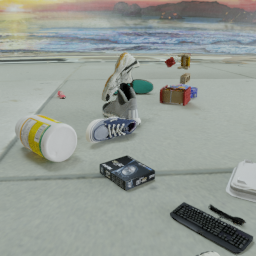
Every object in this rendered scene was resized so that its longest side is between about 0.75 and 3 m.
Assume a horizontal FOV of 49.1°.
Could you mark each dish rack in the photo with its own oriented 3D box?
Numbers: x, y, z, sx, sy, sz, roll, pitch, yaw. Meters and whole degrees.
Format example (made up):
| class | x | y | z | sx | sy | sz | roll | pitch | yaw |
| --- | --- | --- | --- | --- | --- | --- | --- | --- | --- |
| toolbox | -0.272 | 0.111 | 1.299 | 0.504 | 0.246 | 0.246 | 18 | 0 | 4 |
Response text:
| class | x | y | z | sx | sy | sz | roll | pitch | yaw |
| --- | --- | --- | --- | --- | --- | --- | --- | --- | --- |
| dish rack | 3.131 | 1.206 | 6.530 | 1.406 | 0.357 | 1.638 | 11 | 23 | 27 |

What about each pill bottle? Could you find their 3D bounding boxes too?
| class | x | y | z | sx | sy | sz | roll | pitch | yaw |
| --- | --- | --- | --- | --- | --- | --- | --- | --- | --- |
| pill bottle | -2.499 | 0.219 | 8.249 | 1.966 | 1.109 | 1.109 | 17 | 25 | 40 |

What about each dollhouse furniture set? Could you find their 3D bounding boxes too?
| class | x | y | z | sx | sy | sz | roll | pitch | yaw |
| --- | --- | --- | --- | --- | --- | --- | --- | --- | --- |
| dollhouse furniture set | 2.408 | -2.454 | 13.916 | 1.370 | 2.546 | 1.036 | 11 | 26 | 25 |

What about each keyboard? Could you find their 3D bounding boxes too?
| class | x | y | z | sx | sy | sz | roll | pitch | yaw |
| --- | --- | --- | --- | --- | --- | --- | --- | --- | --- |
| keyboard | 1.613 | 1.741 | 5.264 | 0.927 | 0.150 | 1.458 | -17 | 26 | -41 |

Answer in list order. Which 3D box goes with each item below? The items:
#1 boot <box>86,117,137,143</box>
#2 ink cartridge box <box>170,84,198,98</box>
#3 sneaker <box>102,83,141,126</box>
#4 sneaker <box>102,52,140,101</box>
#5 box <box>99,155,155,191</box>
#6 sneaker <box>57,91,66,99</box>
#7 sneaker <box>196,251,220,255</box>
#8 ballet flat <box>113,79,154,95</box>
| class | x | y | z | sx | sy | sz | roll | pitch | yaw |
| --- | --- | --- | --- | --- | --- | --- | --- | --- | --- |
| boot | -0.502 | 0.014 | 9.362 | 0.918 | 0.739 | 2.032 | 4 | 18 | 27 |
| ink cartridge box | 3.158 | -2.031 | 15.684 | 1.043 | 0.584 | 1.529 | -9 | 22 | -23 |
| sneaker | -0.279 | -1.121 | 11.430 | 1.009 | 1.553 | 2.689 | -10 | 21 | -28 |
| sneaker | -0.295 | -1.956 | 11.571 | 0.966 | 2.204 | 0.834 | 27 | 13 | -17 |
| box | -0.036 | 1.088 | 7.003 | 0.919 | 0.250 | 1.147 | -13 | 23 | -34 |
| sneaker | -3.697 | -1.847 | 15.440 | 0.310 | 0.365 | 0.841 | -13 | 24 | -34 |
| sneaker | 0.611 | 2.144 | 3.095 | 2.239 | 0.868 | 0.892 | -13 | 31 | -34 |
| ballet flat | 0.188 | -2.426 | 16.447 | 2.557 | 0.870 | 0.875 | -3 | 12 | -9 |
